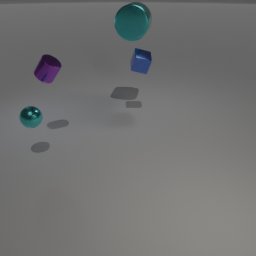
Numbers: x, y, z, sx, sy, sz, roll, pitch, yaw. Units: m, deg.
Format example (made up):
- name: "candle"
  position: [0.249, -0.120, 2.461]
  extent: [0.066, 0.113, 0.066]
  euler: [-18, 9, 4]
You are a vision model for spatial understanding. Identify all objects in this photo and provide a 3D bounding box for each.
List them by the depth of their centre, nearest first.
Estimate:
- name: "ball"
  position: [-3.059, -0.344, 8.845]
  extent: [0.700, 0.700, 0.700]
  euler: [0, 28, 0]
- name: "cylinder"
  position: [-2.704, -1.985, 9.434]
  extent: [0.700, 0.700, 0.700]
  euler: [29, 33, -21]
- name: "cube"
  position: [0.537, -2.777, 11.649]
  extent: [0.700, 0.700, 0.700]
  euler: [11, 45, -13]
- name: "cylinder"
  position: [0.242, -4.484, 11.758]
  extent: [1.400, 1.400, 1.400]
  euler: [5, 28, 9]
